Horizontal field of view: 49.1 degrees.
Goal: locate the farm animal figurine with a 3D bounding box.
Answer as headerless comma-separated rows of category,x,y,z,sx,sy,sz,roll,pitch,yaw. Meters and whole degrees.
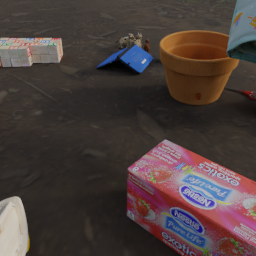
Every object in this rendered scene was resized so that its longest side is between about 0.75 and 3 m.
farm animal figurine,0.254,-3.856,12.377,1.193,0.743,1.477,-20,38,-27

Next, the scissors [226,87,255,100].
scissors,3.649,-1.155,8.883,0.455,0.087,1.245,-25,40,-29

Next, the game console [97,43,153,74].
game console,-0.084,-2.534,10.891,1.505,1.043,1.764,37,39,-2

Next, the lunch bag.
lunch bag,3.466,-2.449,5.524,2.734,2.329,1.667,10,-7,39

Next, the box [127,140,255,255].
box,1.124,1.251,4.227,2.249,1.121,1.074,27,42,33

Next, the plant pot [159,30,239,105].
plant pot,2.036,-1.743,8.280,2.259,1.581,2.259,-2,38,1

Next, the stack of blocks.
stack of blocks,-3.955,-3.030,11.125,2.461,0.721,1.417,-1,33,-3

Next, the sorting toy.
sorting toy,-2.173,1.779,3.848,1.306,0.775,1.451,-18,15,0
